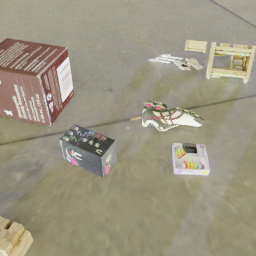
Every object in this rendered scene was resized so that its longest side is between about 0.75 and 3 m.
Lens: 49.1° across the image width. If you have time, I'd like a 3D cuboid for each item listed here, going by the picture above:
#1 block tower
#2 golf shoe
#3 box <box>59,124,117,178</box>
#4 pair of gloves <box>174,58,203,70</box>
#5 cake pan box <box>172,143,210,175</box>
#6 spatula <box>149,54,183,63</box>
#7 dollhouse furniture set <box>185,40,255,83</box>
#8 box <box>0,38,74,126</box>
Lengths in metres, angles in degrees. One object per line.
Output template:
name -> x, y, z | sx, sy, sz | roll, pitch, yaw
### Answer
block tower -> -3.034, 2.036, 5.706 | 2.131, 0.576, 0.616 | 14, 43, 14
golf shoe -> 1.269, -0.245, 8.056 | 1.848, 0.814, 0.713 | 17, 5, 28
box -> -1.005, 0.567, 7.155 | 1.297, 0.793, 0.688 | 20, 47, 21
pair of gloves -> 2.375, -2.522, 11.002 | 0.932, 0.163, 0.792 | -14, 45, -20
cake pan box -> 1.627, 0.793, 7.328 | 0.877, 0.249, 0.952 | 5, 42, 2
spatula -> 1.496, -2.752, 11.069 | 0.895, 0.103, 1.287 | -20, 26, -26
dollhouse furniture set -> 3.314, -2.589, 10.706 | 2.338, 1.300, 2.067 | 9, 18, 10
box -> -3.071, -1.437, 8.597 | 2.191, 1.818, 1.799 | 11, 43, 12
